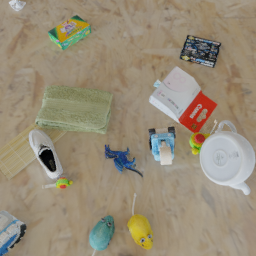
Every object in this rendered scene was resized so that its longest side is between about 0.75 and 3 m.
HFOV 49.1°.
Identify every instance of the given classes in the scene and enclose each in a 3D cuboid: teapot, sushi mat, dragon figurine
[{"bbox_3d":[3.503,0.979,9.506,1.416,1.939,1.914,3,27,-39],"label":"teapot"},{"bbox_3d":[-3.700,0.605,10.456,1.299,0.164,2.715,39,67,19],"label":"sushi mat"},{"bbox_3d":[-0.194,1.248,9.866,0.894,0.529,1.798,-26,61,-14],"label":"dragon figurine"}]

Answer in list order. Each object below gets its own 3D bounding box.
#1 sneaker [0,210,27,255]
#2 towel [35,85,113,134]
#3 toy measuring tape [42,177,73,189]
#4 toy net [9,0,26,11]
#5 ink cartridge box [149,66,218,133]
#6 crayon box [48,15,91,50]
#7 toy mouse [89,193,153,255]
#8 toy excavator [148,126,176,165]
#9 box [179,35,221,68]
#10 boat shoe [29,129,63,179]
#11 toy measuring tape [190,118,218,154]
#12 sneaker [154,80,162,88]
[{"bbox_3d":[-4.477,3.646,8.334,1.207,1.044,2.786,33,57,24],"label":"sneaker"},{"bbox_3d":[-2.042,-0.789,10.947,2.772,0.506,2.057,6,58,-1],"label":"towel"},{"bbox_3d":[-2.433,1.905,9.590,1.064,0.391,0.391,-6,60,-3],"label":"toy measuring tape"},{"bbox_3d":[-6.020,-7.052,14.678,1.238,0.456,2.361,-10,61,-6],"label":"toy net"},{"bbox_3d":[2.268,-1.123,11.025,2.280,0.651,1.853,35,66,12],"label":"ink cartridge box"},{"bbox_3d":[-2.726,-4.507,13.180,1.730,0.504,1.028,-40,68,-20],"label":"crayon box"},{"bbox_3d":[-0.361,3.640,8.483,2.511,0.547,2.825,-20,62,-11],"label":"toy mouse"},{"bbox_3d":[1.213,0.728,9.340,0.927,1.805,1.857,-6,51,2],"label":"toy excavator"},{"bbox_3d":[3.279,-3.492,12.675,1.629,0.375,1.295,17,62,10],"label":"box"},{"bbox_3d":[-2.924,0.804,9.938,0.758,0.674,2.061,-32,72,-18],"label":"boat shoe"},{"bbox_3d":[2.754,0.233,10.419,0.653,0.653,1.775,28,64,15],"label":"toy measuring tape"},{"bbox_3d":[1.457,-1.564,11.656,0.392,0.354,0.958,-46,74,13],"label":"sneaker"}]
